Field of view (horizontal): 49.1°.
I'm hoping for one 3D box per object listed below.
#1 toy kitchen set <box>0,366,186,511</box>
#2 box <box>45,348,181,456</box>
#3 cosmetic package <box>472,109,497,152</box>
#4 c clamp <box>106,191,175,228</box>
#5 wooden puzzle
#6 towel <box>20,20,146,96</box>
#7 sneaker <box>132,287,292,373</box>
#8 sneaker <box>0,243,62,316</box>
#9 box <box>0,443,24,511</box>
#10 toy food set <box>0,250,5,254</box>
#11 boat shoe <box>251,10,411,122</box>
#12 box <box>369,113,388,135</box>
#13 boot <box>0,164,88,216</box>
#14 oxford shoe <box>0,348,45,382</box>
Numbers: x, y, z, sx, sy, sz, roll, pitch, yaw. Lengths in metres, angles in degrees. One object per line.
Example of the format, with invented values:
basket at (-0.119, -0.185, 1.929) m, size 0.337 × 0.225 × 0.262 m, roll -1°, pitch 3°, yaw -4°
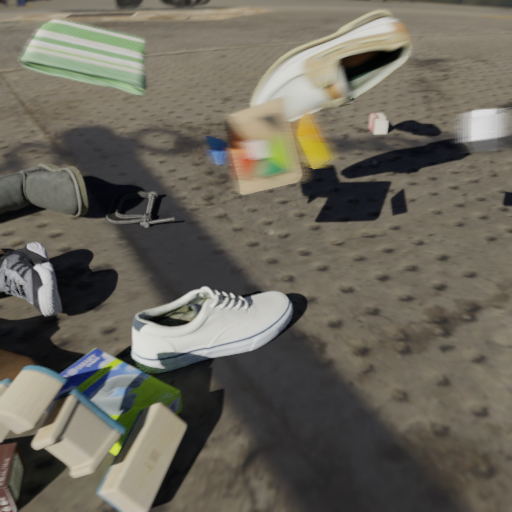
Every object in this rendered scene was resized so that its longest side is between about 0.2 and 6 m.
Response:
toy kitchen set at (-2.141, 2.020, 6.523) m, size 1.554 × 1.940 × 1.143 m, roll -28°, pitch 24°, yaw 38°
box at (-2.017, 1.892, 7.466) m, size 1.784 × 0.425 × 1.088 m, roll 19°, pitch 35°, yaw 27°
cosmetic package at (3.415, -1.856, 8.361) m, size 0.311 × 0.443 × 0.873 m, roll 2°, pitch 0°, yaw 25°
c clamp at (-2.606, -1.072, 12.695) m, size 1.510 × 0.239 × 1.768 m, roll -9°, pitch 33°, yaw -5°
wooden puzzle at (0.083, -1.745, 8.989) m, size 2.173 × 1.466 × 0.254 m, roll -17°, pitch -1°, yaw 40°
towel at (-2.164, -2.657, 7.369) m, size 1.444 × 0.221 × 1.893 m, roll 8°, pitch 35°, yaw -17°
sneaker at (-0.588, 0.954, 8.515) m, size 2.669 × 0.945 × 0.975 m, roll -17°, pitch 35°, yaw -27°
sneaker at (-4.060, 0.502, 9.453) m, size 1.261 × 0.836 × 2.215 m, roll -15°, pitch 28°, yaw -22°
box at (-3.360, 2.572, 6.264) m, size 1.311 × 0.491 × 0.657 m, roll -8°, pitch 31°, yaw -9°
toy food set at (-5.226, 0.116, 10.627) m, size 0.978 × 0.238 × 0.969 m, roll 26°, pitch 40°, yaw 37°
boat shoe at (1.280, -3.191, 9.947) m, size 3.028 × 1.132 × 1.036 m, roll -32°, pitch 45°, yaw 12°
box at (3.828, -4.136, 17.559) m, size 0.402 × 0.472 × 0.739 m, roll -2°, pitch 31°, yaw -4°
boot at (-5.531, -1.155, 11.865) m, size 3.232 × 1.173 × 2.938 m, roll -16°, pitch 19°, yaw -37°
oxford shoe at (-4.132, 1.392, 7.651) m, size 2.641 × 1.115 × 0.960 m, roll 7°, pitch 30°, yaw 9°
